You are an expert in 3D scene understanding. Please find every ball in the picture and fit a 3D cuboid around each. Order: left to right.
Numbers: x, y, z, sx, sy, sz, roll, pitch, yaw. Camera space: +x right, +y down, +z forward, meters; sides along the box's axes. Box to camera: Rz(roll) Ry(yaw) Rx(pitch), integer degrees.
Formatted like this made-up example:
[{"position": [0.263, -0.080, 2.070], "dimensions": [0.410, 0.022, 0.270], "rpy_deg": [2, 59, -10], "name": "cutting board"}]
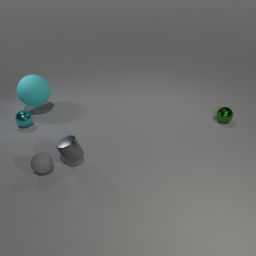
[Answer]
[{"position": [-4.372, -0.389, 11.766], "dimensions": [0.700, 0.700, 0.700], "rpy_deg": [0, 31, 0], "name": "ball"}, {"position": [-4.168, -1.645, 12.414], "dimensions": [1.400, 1.400, 1.400], "rpy_deg": [0, 31, 0], "name": "ball"}, {"position": [-2.813, 1.146, 9.155], "dimensions": [0.700, 0.700, 0.700], "rpy_deg": [0, 31, 0], "name": "ball"}, {"position": [4.166, -0.566, 12.070], "dimensions": [0.700, 0.700, 0.700], "rpy_deg": [0, 31, 0], "name": "ball"}]

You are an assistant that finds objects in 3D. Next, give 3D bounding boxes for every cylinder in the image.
[{"position": [-1.940, 0.720, 9.428], "dimensions": [0.700, 0.700, 0.700], "rpy_deg": [-18, 30, 11], "name": "cylinder"}]
